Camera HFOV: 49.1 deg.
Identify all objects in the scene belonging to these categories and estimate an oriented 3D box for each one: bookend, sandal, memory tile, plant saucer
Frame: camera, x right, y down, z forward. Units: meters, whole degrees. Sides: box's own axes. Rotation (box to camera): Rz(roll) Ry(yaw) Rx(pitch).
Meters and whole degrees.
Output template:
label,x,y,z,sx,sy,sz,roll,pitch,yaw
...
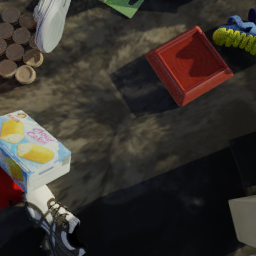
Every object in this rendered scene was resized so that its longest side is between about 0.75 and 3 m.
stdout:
label,x,y,z,sx,sy,sz,roll,pitch,yaw
bookend,4.748,0.438,7.452,2.866,2.848,1.320,-26,74,40
sandal,3.787,-2.885,8.678,2.130,0.847,0.927,21,74,3
memory tile,-3.467,-2.636,8.907,1.792,0.196,2.337,17,77,3
plant saucer,1.921,-2.029,8.689,2.069,0.380,2.065,-31,79,-7

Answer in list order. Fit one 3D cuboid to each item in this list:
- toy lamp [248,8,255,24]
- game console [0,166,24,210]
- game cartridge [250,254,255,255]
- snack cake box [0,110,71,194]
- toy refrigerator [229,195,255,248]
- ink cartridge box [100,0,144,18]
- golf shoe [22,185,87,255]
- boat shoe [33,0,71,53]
label,x,y,z,sx,sy,sz,roll,pitch,yaw
toy lamp,4.968,-3.741,8.991,2.071,0.603,0.603,-12,77,0
game console,-3.943,1.446,7.989,1.723,1.187,2.000,-15,76,-35
game cartridge,3.974,4.478,7.185,1.645,0.487,2.537,-17,78,0
snack cake box,-2.656,0.514,7.174,2.203,0.740,1.267,34,40,26
toy refrigerator,3.429,2.148,6.391,1.042,2.978,1.131,-9,76,-2
ink cartridge box,-0.399,-4.802,9.276,2.097,0.503,1.526,32,79,9
golf shoe,-1.835,2.266,7.262,1.171,0.964,2.479,-23,92,15
boat shoe,-2.453,-3.440,8.634,0.844,0.930,2.528,11,68,9
